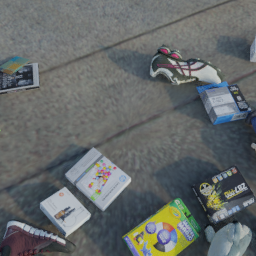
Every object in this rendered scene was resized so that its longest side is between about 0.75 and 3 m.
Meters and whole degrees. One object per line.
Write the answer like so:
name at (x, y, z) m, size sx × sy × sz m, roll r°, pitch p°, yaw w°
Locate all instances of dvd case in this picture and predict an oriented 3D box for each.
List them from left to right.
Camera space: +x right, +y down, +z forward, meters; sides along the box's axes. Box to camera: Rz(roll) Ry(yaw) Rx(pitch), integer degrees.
dvd case at (-4.362, -1.948, 11.063) m, size 1.694 × 0.209 × 1.273 m, roll -11°, pitch 59°, yaw -7°

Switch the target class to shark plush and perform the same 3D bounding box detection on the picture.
shark plush at (2.681, 3.526, 7.178) m, size 1.076 × 1.174 × 2.584 m, roll 38°, pitch 41°, yaw -12°

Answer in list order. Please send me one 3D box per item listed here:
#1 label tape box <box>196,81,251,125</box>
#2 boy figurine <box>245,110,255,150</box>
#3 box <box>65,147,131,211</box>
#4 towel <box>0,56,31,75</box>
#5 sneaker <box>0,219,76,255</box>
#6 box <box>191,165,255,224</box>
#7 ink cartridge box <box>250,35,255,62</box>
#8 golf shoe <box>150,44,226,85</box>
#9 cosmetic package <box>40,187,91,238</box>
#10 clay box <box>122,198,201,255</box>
label tape box at (3.472, -1.109, 10.342) m, size 1.305 × 0.573 × 1.810 m, roll -11°, pitch 60°, yaw -7°
boy figurine at (5.046, 0.653, 9.056) m, size 1.823 × 0.944 × 2.931 m, roll -16°, pitch 61°, yaw -5°
box at (-0.947, 1.580, 8.854) m, size 1.658 × 0.341 × 1.292 m, roll 38°, pitch 66°, yaw 19°
towel at (-4.606, -2.526, 11.285) m, size 0.826 × 0.122 × 1.127 m, roll 19°, pitch 50°, yaw 23°
sneaker at (-2.521, 3.370, 7.542) m, size 2.148 × 0.813 × 1.241 m, roll 10°, pitch 62°, yaw 20°
box at (2.905, 2.001, 8.499) m, size 1.560 × 0.383 × 1.257 m, roll -21°, pitch 72°, yaw -12°
ink cartridge box at (5.842, -3.232, 11.639) m, size 1.308 × 0.548 × 1.148 m, roll 13°, pitch 60°, yaw 8°
golf shoe at (2.260, -2.132, 10.869) m, size 2.863 × 1.105 × 1.261 m, roll 23°, pitch 86°, yaw 12°
cosmetic package at (-1.834, 2.425, 8.191) m, size 1.205 × 0.311 × 0.908 m, roll 40°, pitch 43°, yaw 21°
clay box at (1.011, 2.945, 7.791) m, size 2.049 × 0.488 × 1.177 m, roll -32°, pitch 78°, yaw -16°
